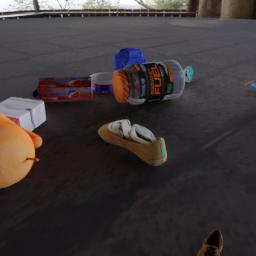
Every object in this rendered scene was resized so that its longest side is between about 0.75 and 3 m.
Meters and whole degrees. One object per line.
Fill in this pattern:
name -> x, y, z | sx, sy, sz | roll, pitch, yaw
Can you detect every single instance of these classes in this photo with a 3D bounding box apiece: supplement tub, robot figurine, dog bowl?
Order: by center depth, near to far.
robot figurine -> -3.575, 0.476, 7.220 | 2.918, 2.099, 1.701 | 24, 80, 39
supplement tub -> 0.832, -1.919, 11.860 | 2.762, 1.692, 1.692 | -11, 29, -19
dog bowl -> -1.111, -2.222, 13.651 | 1.524, 0.600, 1.524 | 0, 27, 0

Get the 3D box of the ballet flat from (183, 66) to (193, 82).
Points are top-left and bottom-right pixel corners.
ballet flat -> 3.077, -2.798, 14.962 | 0.673, 0.673, 1.875 | 9, 26, 17

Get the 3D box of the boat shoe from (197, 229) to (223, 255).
boat shoe -> 1.460, 2.292, 5.066 | 0.410, 0.385, 1.140 | 14, 30, 25

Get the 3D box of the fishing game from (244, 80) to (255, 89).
fishing game -> 6.555, -1.922, 13.471 | 1.757, 0.273, 1.258 | 23, 39, 40

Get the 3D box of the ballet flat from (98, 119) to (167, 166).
ballet flat -> 0.091, 0.193, 8.612 | 0.967, 0.888, 2.818 | -26, 36, -38

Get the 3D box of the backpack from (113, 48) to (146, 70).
backpack -> 0.064, -3.704, 15.626 | 1.457, 1.505, 1.793 | -7, 23, -29

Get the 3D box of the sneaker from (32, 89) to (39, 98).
sneaker -> -4.082, -1.724, 12.975 | 0.309, 0.537, 1.029 | 25, 64, -3

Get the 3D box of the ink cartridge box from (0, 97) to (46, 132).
ink cartridge box -> -3.981, -0.295, 9.631 | 1.457, 0.823, 1.986 | 8, 28, 15

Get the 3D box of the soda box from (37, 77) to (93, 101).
soda box -> -2.731, -1.727, 12.339 | 2.311, 0.733, 0.809 | -2, 47, -4
